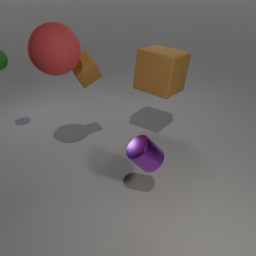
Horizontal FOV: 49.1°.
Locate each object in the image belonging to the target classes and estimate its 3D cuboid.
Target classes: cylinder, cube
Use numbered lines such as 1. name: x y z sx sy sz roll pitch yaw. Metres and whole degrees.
1. cylinder: 0.431 0.638 6.956 0.700 0.700 0.700 -31 36 26
2. cube: -1.331 -1.812 8.645 0.700 0.700 0.700 -35 61 -4
3. cube: 1.183 -2.010 9.824 1.400 1.400 1.400 23 31 27

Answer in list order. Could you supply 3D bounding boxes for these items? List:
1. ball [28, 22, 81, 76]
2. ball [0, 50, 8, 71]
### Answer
1. ball: -1.989 -2.133 7.612 1.400 1.400 1.400 0 28 0
2. ball: -4.274 -2.201 9.084 0.700 0.700 0.700 0 28 0
